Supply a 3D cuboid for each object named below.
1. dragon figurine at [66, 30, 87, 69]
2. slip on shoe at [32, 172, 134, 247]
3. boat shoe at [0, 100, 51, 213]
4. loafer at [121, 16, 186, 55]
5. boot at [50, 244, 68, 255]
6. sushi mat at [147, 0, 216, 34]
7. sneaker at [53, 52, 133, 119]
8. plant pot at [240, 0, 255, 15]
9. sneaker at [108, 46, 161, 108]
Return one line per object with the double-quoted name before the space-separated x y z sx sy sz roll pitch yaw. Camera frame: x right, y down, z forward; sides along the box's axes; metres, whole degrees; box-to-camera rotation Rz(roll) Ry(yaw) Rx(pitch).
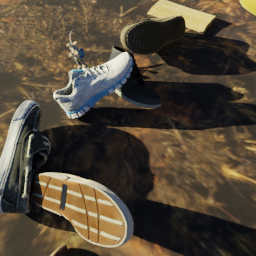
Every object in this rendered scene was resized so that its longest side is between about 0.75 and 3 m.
"dragon figurine" -1.654 -2.430 8.996 0.391 0.660 1.328 -20 72 9
"slip on shoe" -0.830 1.472 5.446 2.621 0.794 0.996 6 85 40
"boat shoe" -2.341 0.595 6.620 0.937 1.041 2.945 5 54 -4
"loafer" 0.794 -3.187 9.585 2.891 1.099 0.975 -23 27 -36
"boot" -1.262 2.786 5.267 0.806 0.350 0.969 41 39 6
"sushi mat" 2.100 -4.485 11.145 2.527 0.153 1.209 29 63 22
"sneaker" -0.946 -1.275 7.375 2.394 1.038 0.898 -39 39 6
"plant pot" 4.863 -4.141 8.442 2.383 2.383 1.692 -11 56 -9
"sneaker" 0.141 -1.462 7.989 2.166 1.151 0.810 34 33 25
